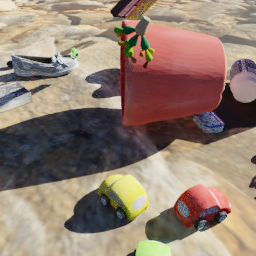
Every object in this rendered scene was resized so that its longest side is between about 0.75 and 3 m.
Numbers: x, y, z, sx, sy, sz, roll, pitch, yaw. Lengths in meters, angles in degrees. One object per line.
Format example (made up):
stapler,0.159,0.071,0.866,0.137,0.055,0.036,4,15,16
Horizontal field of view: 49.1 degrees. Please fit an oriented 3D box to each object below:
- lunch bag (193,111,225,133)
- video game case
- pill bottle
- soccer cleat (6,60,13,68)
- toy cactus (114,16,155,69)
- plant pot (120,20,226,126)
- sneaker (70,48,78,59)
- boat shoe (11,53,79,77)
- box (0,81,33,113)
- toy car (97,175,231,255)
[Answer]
lunch bag,2.435,-0.213,8.436,0.721,0.340,0.899,-8,38,-13
video game case,0.652,-4.568,9.432,0.289,2.266,2.048,54,30,0
pill bottle,4.116,-1.682,9.878,0.995,0.995,1.749,9,37,13
soccer cleat,-4.600,-2.833,12.000,1.166,0.398,0.427,-16,26,-22
toy cactus,0.148,-1.321,4.122,0.399,0.644,0.780,-16,62,-46
plant pot,1.126,-1.510,8.000,2.644,2.989,2.989,0,36,-3
sneaker,-2.442,-3.373,12.828,0.347,0.308,0.831,6,42,-7
boat shoe,-3.323,-2.626,11.299,2.591,0.831,0.955,-3,36,-4
box,-4.213,-1.037,9.519,1.520,0.367,1.204,-27,44,-32
toy car,0.565,1.917,5.241,2.900,0.647,2.729,6,36,9
